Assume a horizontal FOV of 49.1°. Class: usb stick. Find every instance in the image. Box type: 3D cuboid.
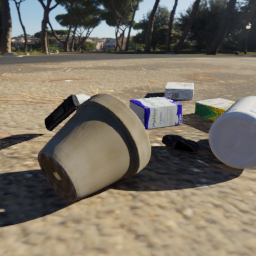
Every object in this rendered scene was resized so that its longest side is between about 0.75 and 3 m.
[{"bbox_3d":[-1.993,-0.423,8.313,0.288,0.490,1.766,-3,-21,-44],"label":"usb stick"}]

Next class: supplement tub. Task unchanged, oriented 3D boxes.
[{"bbox_3d":[2.996,0.030,7.087,1.401,1.401,2.123,11,21,31],"label":"supplement tub"}]

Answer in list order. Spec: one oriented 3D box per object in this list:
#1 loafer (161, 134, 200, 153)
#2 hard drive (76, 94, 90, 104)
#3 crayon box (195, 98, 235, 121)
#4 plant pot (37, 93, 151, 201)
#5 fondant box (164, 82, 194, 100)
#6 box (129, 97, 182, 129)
[{"bbox_3d":[1.370,0.432,7.533,1.079,0.388,0.340,13,26,28],"label":"loafer"},{"bbox_3d":[-2.259,-1.394,13.381,0.849,0.172,1.287,-11,21,-30],"label":"hard drive"},{"bbox_3d":[3.690,-0.582,10.293,1.350,0.554,2.148,-10,20,-28],"label":"crayon box"},{"bbox_3d":[-0.778,0.495,5.494,1.873,1.873,1.625,17,41,41],"label":"plant pot"},{"bbox_3d":[2.644,-1.923,14.368,1.394,0.563,1.933,4,19,11],"label":"fondant box"},{"bbox_3d":[0.950,-0.570,9.914,1.457,0.765,1.340,-8,19,-21],"label":"box"}]
